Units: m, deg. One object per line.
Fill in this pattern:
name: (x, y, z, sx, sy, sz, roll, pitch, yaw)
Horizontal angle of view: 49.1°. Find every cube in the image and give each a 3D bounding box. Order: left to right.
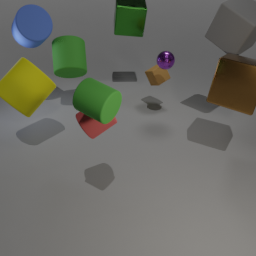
cube: (0.076, -5.346, 13.347, 1.400, 1.400, 1.400, 3, 46, -6)
cube: (1.291, -2.319, 12.226, 0.700, 0.700, 0.700, -34, 20, -17)
cube: (3.872, -3.601, 9.870, 1.400, 1.400, 1.400, -34, 69, -31)
cube: (3.444, -1.407, 8.676, 1.400, 1.400, 1.400, 21, 28, 21)

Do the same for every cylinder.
cylinder: (-3.322, -1.304, 9.093, 1.400, 1.400, 1.400, -51, 47, -7)
cylinder: (-3.912, -4.081, 11.367, 1.400, 1.400, 1.400, -16, 11, -26)
cylinder: (-2.499, -3.005, 11.985, 1.400, 1.400, 1.400, -6, -7, -1)
cylinder: (-0.722, -0.221, 6.442, 0.700, 0.700, 0.700, -34, 33, 4)
cylinder: (-0.592, -0.530, 5.455, 0.700, 0.700, 0.700, 28, 38, 20)

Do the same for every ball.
ball: (1.443, -2.593, 10.725, 0.700, 0.700, 0.700, 0, 30, 0)
